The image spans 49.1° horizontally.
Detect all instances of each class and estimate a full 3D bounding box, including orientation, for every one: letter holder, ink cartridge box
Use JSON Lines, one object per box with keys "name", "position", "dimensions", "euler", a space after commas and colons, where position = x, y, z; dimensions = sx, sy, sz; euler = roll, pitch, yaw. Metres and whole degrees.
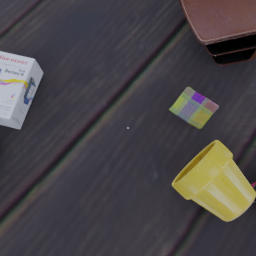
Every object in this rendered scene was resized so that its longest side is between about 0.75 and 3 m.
{"name": "letter holder", "position": [2.272, -3.202, 7.623], "dimensions": [1.979, 1.400, 2.785], "euler": [-12, 71, -2]}
{"name": "ink cartridge box", "position": [-3.133, -1.003, 7.190], "dimensions": [1.261, 0.759, 1.735], "euler": [14, 70, 6]}

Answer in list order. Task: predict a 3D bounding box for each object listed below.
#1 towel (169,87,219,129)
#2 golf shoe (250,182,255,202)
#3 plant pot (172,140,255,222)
{"name": "towel", "position": [1.595, -0.465, 6.734], "dimensions": [1.049, 0.119, 0.753], "euler": [27, 113, -19]}
{"name": "golf shoe", "position": [3.946, 0.732, 6.351], "dimensions": [1.114, 1.271, 2.886], "euler": [36, 73, 12]}
{"name": "plant pot", "position": [1.926, 1.221, 6.113], "dimensions": [1.434, 1.434, 1.349], "euler": [-43, 82, -13]}
